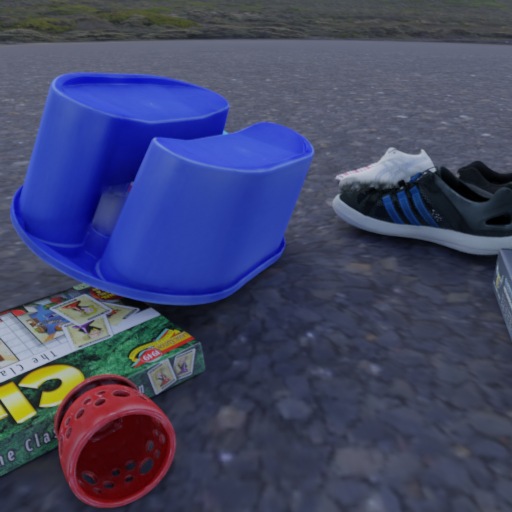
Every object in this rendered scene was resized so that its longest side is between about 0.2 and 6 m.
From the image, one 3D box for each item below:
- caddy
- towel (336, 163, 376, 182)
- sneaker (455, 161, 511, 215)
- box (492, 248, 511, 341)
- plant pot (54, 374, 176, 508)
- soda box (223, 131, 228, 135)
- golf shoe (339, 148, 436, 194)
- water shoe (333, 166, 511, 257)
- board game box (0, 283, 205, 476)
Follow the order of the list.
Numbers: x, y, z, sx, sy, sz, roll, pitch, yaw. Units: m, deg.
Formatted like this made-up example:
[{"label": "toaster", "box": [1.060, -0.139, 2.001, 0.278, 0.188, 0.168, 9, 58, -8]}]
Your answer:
[{"label": "caddy", "box": [-1.233, -0.945, 8.363, 3.367, 2.500, 4.763, 29, 25, 15]}, {"label": "towel", "box": [2.747, -1.810, 12.668, 1.626, 0.243, 1.190, -22, 33, -37]}, {"label": "sneaker", "box": [4.806, -0.794, 9.251, 3.159, 1.383, 1.196, 13, 29, 24]}, {"label": "box", "box": [4.219, 0.824, 6.691, 2.189, 0.708, 2.776, 4, 26, 12]}, {"label": "plant pot", "box": [-1.302, 1.579, 4.949, 0.933, 0.933, 0.849, -16, 23, -30]}, {"label": "soda box", "box": [-2.066, -2.213, 12.667, 3.008, 0.965, 1.020, -8, 27, -17]}, {"label": "golf shoe", "box": [2.578, -1.647, 11.188, 2.083, 0.815, 1.013, -4, 69, -14]}, {"label": "water shoe", "box": [2.862, -0.954, 9.525, 3.205, 1.265, 1.146, 16, 24, 30]}, {"label": "board game box", "box": [-2.938, 1.423, 5.770, 4.343, 0.509, 2.275, -22, 35, -37]}]
